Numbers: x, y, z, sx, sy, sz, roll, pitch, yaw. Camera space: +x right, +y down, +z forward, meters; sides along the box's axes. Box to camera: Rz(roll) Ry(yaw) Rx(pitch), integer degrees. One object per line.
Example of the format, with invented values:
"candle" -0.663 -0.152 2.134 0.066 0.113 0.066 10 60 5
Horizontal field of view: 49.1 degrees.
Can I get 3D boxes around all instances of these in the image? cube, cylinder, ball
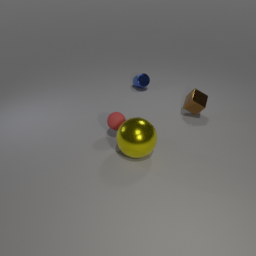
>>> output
"cube" 2.867 -1.113 11.906 0.700 0.700 0.700 28 58 -10
"cylinder" 0.688 -2.452 14.586 0.700 0.700 0.700 -13 7 -20
"ball" 0.300 0.329 9.581 1.400 1.400 1.400 0 31 0
"ball" -0.434 -0.259 10.514 0.700 0.700 0.700 0 31 0
